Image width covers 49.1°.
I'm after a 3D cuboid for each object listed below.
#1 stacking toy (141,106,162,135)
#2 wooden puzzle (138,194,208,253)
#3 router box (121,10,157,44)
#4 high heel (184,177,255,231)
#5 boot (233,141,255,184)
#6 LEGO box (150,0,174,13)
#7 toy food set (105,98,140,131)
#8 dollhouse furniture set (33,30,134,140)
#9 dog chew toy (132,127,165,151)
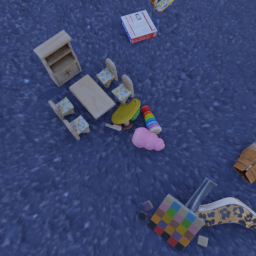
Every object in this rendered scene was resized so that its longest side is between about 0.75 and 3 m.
[{"bbox_3d":[0.809,-0.319,10.359,0.503,0.503,1.179,-16,60,-7],"label":"stacking toy"},{"bbox_3d":[1.417,2.894,8.558,2.219,0.156,1.316,36,111,16],"label":"wooden puzzle"},{"bbox_3d":[0.466,-4.446,12.260,1.204,0.328,1.341,-19,67,-8],"label":"router box"},{"bbox_3d":[2.915,3.024,8.775,2.664,0.951,1.899,36,92,2],"label":"high heel"},{"bbox_3d":[4.572,1.385,9.401,1.376,0.680,1.772,-41,70,-18],"label":"boot"},{"bbox_3d":[1.141,-4.300,9.163,0.821,0.612,0.317,-40,48,10],"label":"LEGO box"},{"bbox_3d":[-0.068,-0.379,10.346,0.945,0.525,1.607,10,53,42],"label":"toy food set"},{"bbox_3d":[-1.743,-1.695,10.036,2.723,1.929,2.965,-39,69,-11],"label":"dollhouse furniture set"},{"bbox_3d":[0.735,0.443,9.861,1.156,0.720,0.720,22,67,3],"label":"dog chew toy"}]
